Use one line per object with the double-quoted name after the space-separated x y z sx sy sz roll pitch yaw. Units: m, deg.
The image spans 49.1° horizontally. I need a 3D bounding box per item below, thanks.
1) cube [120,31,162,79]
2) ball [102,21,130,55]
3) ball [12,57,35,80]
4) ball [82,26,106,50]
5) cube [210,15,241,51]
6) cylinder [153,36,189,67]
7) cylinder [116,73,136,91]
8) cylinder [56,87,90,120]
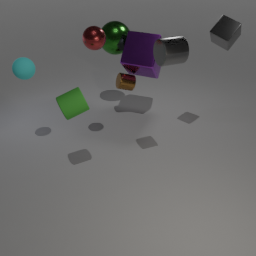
0.652 -3.034 11.715 1.400 1.400 1.400 13 -5 16 "cube"
-0.554 -3.893 12.131 1.400 1.400 1.400 0 30 0 "ball"
-3.310 -1.888 8.900 0.700 0.700 0.700 0 30 0 "ball"
-1.010 -2.679 8.355 0.700 0.700 0.700 0 30 0 "ball"
3.180 -3.098 9.136 0.700 0.700 0.700 39 5 22 "cube"
1.123 -2.008 7.343 0.700 0.700 0.700 -13 32 -19 "cylinder"
-0.101 -2.021 12.256 0.700 0.700 0.700 6 26 -22 "cylinder"
-1.528 -0.679 7.764 0.700 0.700 0.700 -27 35 -6 "cylinder"
